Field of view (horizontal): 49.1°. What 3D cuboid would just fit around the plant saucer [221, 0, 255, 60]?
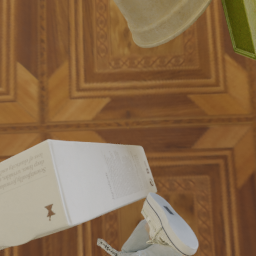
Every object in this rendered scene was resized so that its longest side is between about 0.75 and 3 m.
[{"bbox_3d":[2.189,-2.015,5.123,0.442,1.842,1.845,-19,110,10],"label":"plant saucer"}]

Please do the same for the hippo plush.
[{"bbox_3d":[0.174,2.674,5.186,2.341,1.883,1.865,15,81,16],"label":"hippo plush"}]

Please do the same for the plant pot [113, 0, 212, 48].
[{"bbox_3d":[0.353,-3.083,5.552,1.958,2.139,2.139,39,84,-37],"label":"plant pot"}]

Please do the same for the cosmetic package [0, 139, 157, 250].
[{"bbox_3d":[-0.756,0.942,4.535,1.490,2.930,1.085,-23,75,19],"label":"cosmetic package"}]

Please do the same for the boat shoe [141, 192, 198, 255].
[{"bbox_3d":[0.431,1.304,3.552,0.425,1.150,0.490,24,98,-27],"label":"boat shoe"}]
